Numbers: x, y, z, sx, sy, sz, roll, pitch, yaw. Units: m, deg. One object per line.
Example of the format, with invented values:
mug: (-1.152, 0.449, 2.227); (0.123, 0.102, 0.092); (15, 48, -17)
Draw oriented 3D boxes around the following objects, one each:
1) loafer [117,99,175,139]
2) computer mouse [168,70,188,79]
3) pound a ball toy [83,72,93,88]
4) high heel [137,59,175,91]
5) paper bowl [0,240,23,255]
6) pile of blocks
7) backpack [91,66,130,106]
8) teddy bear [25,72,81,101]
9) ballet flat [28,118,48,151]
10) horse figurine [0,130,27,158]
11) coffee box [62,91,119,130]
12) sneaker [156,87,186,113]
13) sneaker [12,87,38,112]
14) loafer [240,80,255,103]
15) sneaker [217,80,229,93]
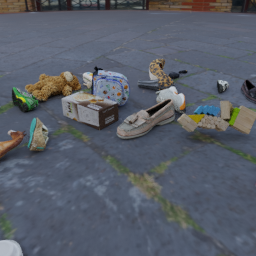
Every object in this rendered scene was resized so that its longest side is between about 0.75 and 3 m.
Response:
loafer: (0.702, -0.435, 10.660); (2.755, 0.866, 0.990); (-22, 35, -34)
computer mouse: (2.930, -3.199, 16.272); (0.508, 0.295, 1.733); (21, 35, 35)
pound a ball toy: (-2.050, -2.593, 14.927); (0.814, 0.530, 1.248); (-17, 33, -29)
high heel: (1.966, -2.853, 14.777); (1.970, 0.987, 2.764); (11, 46, 31)
paper bowl: (-2.557, 2.606, 5.646); (0.783, 0.407, 0.783); (-1, 29, 1)
pile of blocks: (3.124, -0.374, 10.108); (2.750, 1.129, 0.855); (2, -3, -2)
backpack: (-0.740, -1.681, 12.245); (1.656, 1.739, 1.339); (-1, 34, -14)
teddy bear: (-3.597, -2.117, 13.675); (2.759, 0.921, 2.000); (-15, 35, -25)
ballet flat: (-3.128, 0.252, 9.860); (0.620, 0.669, 1.899); (18, 25, -23)
horse figurine: (-4.564, 0.881, 8.470); (1.825, 0.687, 2.754); (7, 30, 13)
coffee box: (-1.526, -0.752, 11.282); (2.049, 0.817, 1.172); (21, 35, 33)
sneaker: (1.808, -1.136, 12.161); (1.028, 0.846, 2.234); (-11, 22, -4)
sneaker: (-4.646, -1.273, 12.516); (0.788, 0.722, 1.851); (-15, 41, -39)
loafer: (5.903, -1.753, 13.341); (0.668, 0.585, 1.857); (-2, 29, -3)
sneaker: (4.812, -2.124, 14.115); (0.584, 0.489, 1.319); (5, 30, 13)
